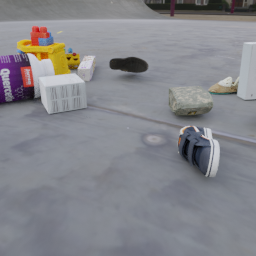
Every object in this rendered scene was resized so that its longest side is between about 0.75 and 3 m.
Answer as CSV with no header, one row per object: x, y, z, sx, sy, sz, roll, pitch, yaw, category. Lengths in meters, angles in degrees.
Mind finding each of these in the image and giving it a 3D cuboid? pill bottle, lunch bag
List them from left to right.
-4.140,-1.768,9.947,2.858,1.607,1.607,-12,28,-23,pill bottle
1.925,-0.812,8.750,1.111,0.796,1.354,-3,20,-2,lunch bag

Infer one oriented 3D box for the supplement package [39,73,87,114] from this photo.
-2.222,-1.200,9.510,1.296,0.953,1.239,-11,28,-22,supplement package

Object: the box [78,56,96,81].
-1.971,-2.955,13.640,0.567,0.607,2.929,-1,25,-1,box

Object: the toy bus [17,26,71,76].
-3.827,-3.000,11.683,2.488,2.388,1.688,4,27,11,toy bus

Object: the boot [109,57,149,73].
0.261,-2.816,12.659,1.858,0.680,1.399,6,10,27,boot

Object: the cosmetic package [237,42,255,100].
5.453,-2.115,10.211,2.633,1.985,0.680,-3,19,-7,cosmetic package

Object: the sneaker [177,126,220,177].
1.510,0.475,6.234,0.792,0.782,1.995,8,15,6,sneaker

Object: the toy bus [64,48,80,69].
-3.085,-3.371,14.356,1.410,0.729,1.330,-20,-21,35,toy bus

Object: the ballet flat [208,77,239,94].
4.121,-1.700,10.917,1.963,0.641,0.692,-4,31,-5,ballet flat
